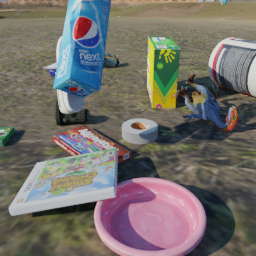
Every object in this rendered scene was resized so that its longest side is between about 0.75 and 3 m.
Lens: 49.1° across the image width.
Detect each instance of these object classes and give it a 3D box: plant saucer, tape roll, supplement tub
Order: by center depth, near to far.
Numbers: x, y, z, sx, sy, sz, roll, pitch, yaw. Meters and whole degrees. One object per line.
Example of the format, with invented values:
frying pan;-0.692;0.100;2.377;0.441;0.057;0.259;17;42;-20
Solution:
plant saucer;0.355;1.525;4.666;1.806;0.458;1.806;-1;25;0
tape roll;0.330;0.078;7.783;0.996;0.329;0.996;1;27;0
supplement tub;4.742;-2.292;10.721;1.995;1.995;2.843;-15;30;-28

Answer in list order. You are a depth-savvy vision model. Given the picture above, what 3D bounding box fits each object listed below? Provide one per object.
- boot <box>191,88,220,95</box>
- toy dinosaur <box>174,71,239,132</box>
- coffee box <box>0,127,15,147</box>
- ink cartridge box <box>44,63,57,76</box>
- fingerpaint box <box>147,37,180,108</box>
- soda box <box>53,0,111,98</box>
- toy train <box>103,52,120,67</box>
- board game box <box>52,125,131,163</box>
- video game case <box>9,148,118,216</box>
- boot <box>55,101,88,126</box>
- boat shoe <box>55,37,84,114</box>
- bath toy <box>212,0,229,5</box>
boot;2.983;-1.399;10.865;0.867;0.279;0.808;-7;14;-22
toy dinosaur;2.559;-0.740;8.680;2.237;1.294;2.465;51;24;24
coffee box;-3.486;0.234;7.621;0.528;0.189;0.859;-1;26;-1
ink cartridge box;-2.855;-2.999;13.870;1.397;0.551;2.809;8;26;16
fingerpaint box;1.243;-2.121;10.328;0.903;2.054;2.463;0;26;-1
soda box;-0.868;-1.697;5.474;0.660;2.057;0.698;16;-19;-35
toy train;-1.127;-3.609;14.864;1.476;0.629;0.841;6;38;-30
board game box;-0.974;0.465;7.148;1.036;0.196;2.013;-20;33;-37
video game case;-1.129;0.971;5.515;1.869;0.206;1.702;-11;20;3
boot;-1.743;-0.518;8.793;0.956;0.481;1.278;-10;37;-4
boat shoe;-1.303;-1.104;5.890;0.575;1.647;0.584;-10;-3;42
bath toy;2.432;-4.686;8.885;1.955;0.722;0.850;22;56;0
